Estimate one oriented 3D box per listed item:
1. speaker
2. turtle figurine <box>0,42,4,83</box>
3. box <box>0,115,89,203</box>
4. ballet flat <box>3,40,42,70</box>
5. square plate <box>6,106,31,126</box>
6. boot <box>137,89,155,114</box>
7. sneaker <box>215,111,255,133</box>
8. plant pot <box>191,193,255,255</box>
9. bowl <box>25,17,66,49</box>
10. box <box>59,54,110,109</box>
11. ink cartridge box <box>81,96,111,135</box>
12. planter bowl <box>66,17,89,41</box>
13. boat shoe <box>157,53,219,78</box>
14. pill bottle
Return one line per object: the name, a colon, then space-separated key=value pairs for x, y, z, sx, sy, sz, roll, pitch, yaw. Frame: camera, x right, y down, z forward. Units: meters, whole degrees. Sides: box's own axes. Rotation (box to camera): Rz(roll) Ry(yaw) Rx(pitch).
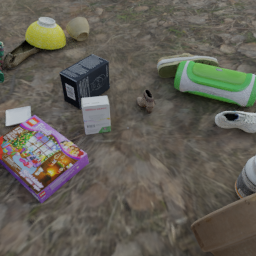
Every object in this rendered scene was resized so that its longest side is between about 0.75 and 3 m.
speaker: x=2.993 y=-1.529 z=9.550 sx=2.653 sy=1.173 sz=1.173 roll=16 pitch=47 yaw=16
turtle figurine: x=-5.297 y=-2.636 z=10.645 sx=1.721 sy=1.157 sz=2.298 roll=-25 pitch=60 yaw=11
box: x=-2.466 y=0.724 z=7.653 sx=2.359 sy=0.461 sz=1.614 roll=31 pitch=55 yaw=28
ballet flat: x=-4.375 y=-3.317 z=11.772 sx=0.846 sy=0.582 sz=2.510 roll=14 pitch=46 yaw=14
square plate: x=-3.542 y=-0.373 z=9.084 sx=0.790 sy=0.112 sz=0.783 roll=-12 pitch=45 yaw=-12
boot: x=0.588 y=-0.971 z=9.257 sx=0.348 sy=0.724 sz=0.991 roll=-21 pitch=48 yaw=-20
sneaker: x=3.482 y=-0.211 z=8.404 sx=1.613 sy=0.703 sz=0.601 roll=2 pitch=79 yaw=8
plant pot: x=2.715 y=2.316 z=4.924 sx=2.560 sy=2.560 sz=2.233 roll=-14 pitch=63 yaw=-14
bowl: x=-3.556 y=-4.254 z=12.229 sx=1.728 sy=0.930 sz=1.728 roll=11 pitch=38 yaw=-8
box: x=-1.432 y=-1.613 z=9.603 sx=0.834 sy=1.157 sz=1.558 roll=29 pitch=51 yaw=26
ink cartridge box: x=-0.948 y=-0.382 z=8.389 sx=0.789 sy=1.086 sz=0.475 roll=-8 pitch=45 yaw=-8
planter bowl: x=-2.189 y=-4.390 z=12.696 sx=1.027 sy=1.027 sz=0.691 roll=-21 pitch=74 yaw=-20
boat shoe: x=2.264 y=-2.490 z=10.722 sx=2.315 sy=0.865 sz=0.792 roll=-2 pitch=50 yaw=-1
pill bottle: x=3.079 y=1.154 z=6.493 sx=0.850 sy=1.461 sz=0.850 roll=-2 pitch=54 yaw=2
